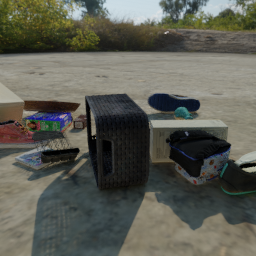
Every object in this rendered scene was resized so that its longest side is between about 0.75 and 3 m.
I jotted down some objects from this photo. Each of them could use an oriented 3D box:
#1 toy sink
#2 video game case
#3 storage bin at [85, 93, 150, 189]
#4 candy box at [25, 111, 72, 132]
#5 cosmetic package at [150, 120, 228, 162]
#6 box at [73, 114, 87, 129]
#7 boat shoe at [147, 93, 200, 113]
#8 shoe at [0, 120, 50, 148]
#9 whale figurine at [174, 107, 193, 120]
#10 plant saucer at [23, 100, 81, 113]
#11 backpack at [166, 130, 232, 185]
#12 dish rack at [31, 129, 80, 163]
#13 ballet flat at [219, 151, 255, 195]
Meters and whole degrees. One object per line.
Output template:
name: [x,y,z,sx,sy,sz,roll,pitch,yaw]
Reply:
toy sink: [-5.460,-0.802,10.528,2.697,1.511,1.758,33,26,31]
video game case: [-2.724,0.897,8.711,1.019,0.133,1.119,13,23,30]
storage bin: [-0.410,0.220,7.961,1.329,1.916,2.834,-5,20,-11]
candy box: [-3.165,-0.248,11.284,1.468,0.565,1.241,2,18,9]
cosmetic package: [1.814,0.383,8.658,2.242,1.161,0.820,1,18,-1]
box: [-1.903,-0.281,11.722,0.471,0.352,0.940,3,18,9]
boat shoe: [2.163,-1.210,13.696,2.555,0.923,0.925,8,14,-6]
shoe: [-3.674,0.183,9.645,1.871,0.851,0.668,-2,20,-7]
whale figurine: [2.459,-0.595,12.315,0.806,0.526,1.013,-7,21,-18]
plant saucer: [-3.485,-0.941,12.527,2.711,0.467,2.711,1,3,0]
backpack: [2.002,0.760,7.586,1.457,1.179,1.530,-17,31,-19]
dish rack: [-2.330,0.473,8.787,1.186,0.422,1.546,-3,39,-34]
ballet flat: [3.714,1.040,7.034,2.912,0.996,0.990,-5,19,-14]
